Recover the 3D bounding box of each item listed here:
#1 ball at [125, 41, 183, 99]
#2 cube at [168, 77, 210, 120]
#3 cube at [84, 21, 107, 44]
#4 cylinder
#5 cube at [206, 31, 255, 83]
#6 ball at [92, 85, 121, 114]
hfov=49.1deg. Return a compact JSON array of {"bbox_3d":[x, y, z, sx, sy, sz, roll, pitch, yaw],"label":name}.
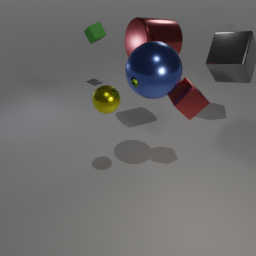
[{"bbox_3d":[0.632,-1.412,6.903,1.400,1.400,1.400,0,29,0],"label":"ball"},{"bbox_3d":[1.597,-0.784,7.471,0.700,0.700,0.700,37,20,-28],"label":"cube"},{"bbox_3d":[-1.610,-4.663,13.731,0.700,0.700,0.700,-34,13,-27],"label":"cube"},{"bbox_3d":[0.822,-2.859,9.207,1.400,1.400,1.400,-10,30,-31],"label":"cylinder"},{"bbox_3d":[3.994,-2.671,10.693,1.400,1.400,1.400,10,-15,36],"label":"cube"},{"bbox_3d":[-0.526,-0.692,6.809,0.700,0.700,0.700,0,29,0],"label":"ball"}]
